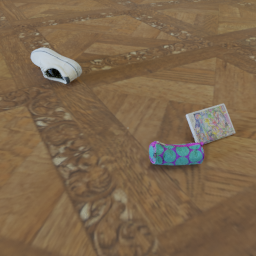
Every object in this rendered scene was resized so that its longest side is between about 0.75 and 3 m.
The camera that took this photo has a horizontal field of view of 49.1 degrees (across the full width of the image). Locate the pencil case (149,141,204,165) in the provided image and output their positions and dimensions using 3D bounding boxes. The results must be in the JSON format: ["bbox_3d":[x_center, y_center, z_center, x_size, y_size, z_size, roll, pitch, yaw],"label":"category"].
[{"bbox_3d":[1.264,0.646,7.318,1.359,0.628,0.578,0,21,-7],"label":"pencil case"}]

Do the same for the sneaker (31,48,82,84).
[{"bbox_3d":[-3.128,-2.511,11.279,2.683,0.980,0.950,22,53,30],"label":"sneaker"}]

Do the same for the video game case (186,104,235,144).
[{"bbox_3d":[2.464,-0.113,8.309,1.357,0.122,0.972,-16,83,-19],"label":"video game case"}]
